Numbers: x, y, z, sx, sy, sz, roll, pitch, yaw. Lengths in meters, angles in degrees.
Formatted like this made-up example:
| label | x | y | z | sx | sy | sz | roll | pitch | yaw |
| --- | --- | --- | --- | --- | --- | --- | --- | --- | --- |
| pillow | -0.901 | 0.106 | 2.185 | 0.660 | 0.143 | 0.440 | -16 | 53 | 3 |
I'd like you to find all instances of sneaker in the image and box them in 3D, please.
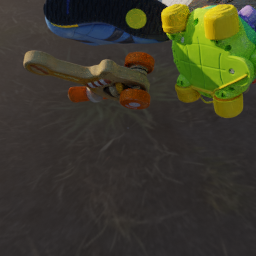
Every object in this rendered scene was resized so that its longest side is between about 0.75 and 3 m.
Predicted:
| label | x | y | z | sx | sy | sz | roll | pitch | yaw |
| --- | --- | --- | --- | --- | --- | --- | --- | --- | --- |
| sneaker | -0.341 | -2.253 | 6.070 | 2.814 | 1.103 | 0.928 | 6 | 83 | 1 |

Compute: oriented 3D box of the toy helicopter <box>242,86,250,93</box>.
| label | x | y | z | sx | sy | sz | roll | pitch | yaw |
| --- | --- | --- | --- | --- | --- | --- | --- | --- | --- |
| toy helicopter | 2.783 | -1.424 | 6.954 | 0.464 | 0.778 | 1.176 | 9 | 78 | -41 |

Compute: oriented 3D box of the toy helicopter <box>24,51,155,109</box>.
| label | x | y | z | sx | sy | sz | roll | pitch | yaw |
| --- | --- | --- | --- | --- | --- | --- | --- | --- | --- |
| toy helicopter | -0.800 | -0.998 | 5.725 | 2.543 | 1.681 | 1.003 | 13 | 75 | -21 |

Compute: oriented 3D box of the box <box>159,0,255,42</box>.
| label | x | y | z | sx | sy | sz | roll | pitch | yaw |
| --- | --- | --- | --- | --- | --- | --- | --- | --- | --- |
| box | 1.802 | -3.546 | 6.924 | 2.242 | 2.253 | 1.930 | -11 | 82 | -20 |

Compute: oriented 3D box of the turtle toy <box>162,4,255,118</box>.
| label | x | y | z | sx | sy | sz | roll | pitch | yaw |
| --- | --- | --- | --- | --- | --- | --- | --- | --- | --- |
| turtle toy | 1.799 | -1.282 | 4.842 | 1.330 | 1.918 | 2.631 | -33 | 36 | -21 |
